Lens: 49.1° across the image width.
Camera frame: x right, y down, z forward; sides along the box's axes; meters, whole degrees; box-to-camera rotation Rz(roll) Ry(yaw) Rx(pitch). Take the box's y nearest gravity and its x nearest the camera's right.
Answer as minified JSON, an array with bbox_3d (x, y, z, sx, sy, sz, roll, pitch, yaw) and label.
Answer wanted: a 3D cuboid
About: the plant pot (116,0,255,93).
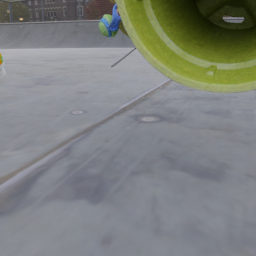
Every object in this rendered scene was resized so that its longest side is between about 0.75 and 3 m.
[{"bbox_3d":[1.594,-2.263,4.124,2.850,2.850,2.620,8,27,22],"label":"plant pot"}]

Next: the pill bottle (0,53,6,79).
[{"bbox_3d":[-3.495,-1.779,6.952,0.653,1.176,0.653,-2,48,2],"label":"pill bottle"}]

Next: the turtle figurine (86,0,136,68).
[{"bbox_3d":[0.346,-3.506,8.165,2.850,2.115,2.939,-24,1,-4],"label":"turtle figurine"}]
